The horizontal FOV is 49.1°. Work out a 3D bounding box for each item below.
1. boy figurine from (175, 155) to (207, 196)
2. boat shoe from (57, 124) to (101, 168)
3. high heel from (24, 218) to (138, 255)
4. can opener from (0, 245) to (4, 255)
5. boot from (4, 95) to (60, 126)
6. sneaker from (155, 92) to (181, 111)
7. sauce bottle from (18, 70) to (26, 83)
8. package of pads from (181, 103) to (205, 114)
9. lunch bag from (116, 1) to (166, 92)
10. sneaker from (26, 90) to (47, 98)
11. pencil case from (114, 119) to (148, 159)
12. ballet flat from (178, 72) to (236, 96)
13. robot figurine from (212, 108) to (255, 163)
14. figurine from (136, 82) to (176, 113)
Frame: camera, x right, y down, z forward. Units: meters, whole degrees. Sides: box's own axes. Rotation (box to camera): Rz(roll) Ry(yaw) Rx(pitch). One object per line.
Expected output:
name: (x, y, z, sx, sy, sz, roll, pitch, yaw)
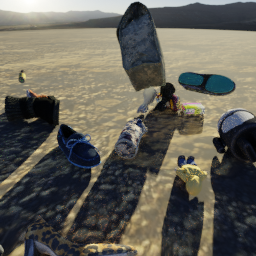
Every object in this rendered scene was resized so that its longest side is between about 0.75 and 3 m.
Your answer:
boy figurine: (1.873, 1.355, 8.157, 0.954, 0.495, 1.535, 4, 27, -5)
boat shoe: (-1.816, 0.557, 9.420, 1.030, 0.840, 2.447, -22, 33, -39)
high heel: (-1.036, 2.271, 5.758, 2.281, 0.814, 1.626, -12, 33, -4)
can opener: (-2.775, 2.729, 5.498, 0.406, 0.327, 1.033, 23, 33, -13)
boot: (-4.040, -0.731, 11.786, 2.141, 1.077, 2.864, -3, 14, -23)
sneaker: (1.899, -1.283, 13.530, 0.972, 0.808, 2.157, -9, 19, -2)
sauce bottle: (-4.928, -2.417, 13.040, 0.303, 0.303, 0.935, -7, 36, -14)
package of pads: (3.043, -0.909, 13.119, 0.981, 0.335, 0.758, -2, 25, -3)
lunch bag: (0.545, -3.402, 11.827, 1.729, 2.942, 2.412, -10, -15, 9)
sneaker: (-4.625, -1.514, 14.246, 0.869, 0.602, 1.552, -10, 37, -29)
pencil case: (0.130, 0.356, 9.944, 0.875, 0.761, 1.956, -5, 23, 16)
ballet flat: (2.931, -1.565, 10.255, 0.828, 0.828, 2.302, -22, 32, -38)
robot figurine: (3.908, 0.190, 9.501, 1.715, 1.424, 2.283, 5, 25, -4)
figurine: (1.226, -1.265, 12.872, 1.605, 0.691, 1.566, -6, 45, 38)
